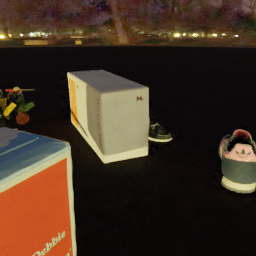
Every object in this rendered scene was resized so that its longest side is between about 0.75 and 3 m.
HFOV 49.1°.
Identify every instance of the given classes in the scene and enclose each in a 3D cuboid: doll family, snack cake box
[{"bbox_3d":[-3.214,-0.179,6.429,2.090,0.820,1.208,-33,59,3],"label":"doll family"},{"bbox_3d":[-1.589,1.192,1.725,0.947,1.621,2.820,11,22,29],"label":"snack cake box"}]

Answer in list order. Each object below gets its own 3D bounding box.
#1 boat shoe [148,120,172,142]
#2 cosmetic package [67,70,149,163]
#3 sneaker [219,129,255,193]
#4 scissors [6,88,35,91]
[{"bbox_3d":[0.561,0.009,6.970,1.261,0.380,0.477,18,26,41],"label":"boat shoe"},{"bbox_3d":[-0.599,-0.465,6.682,1.036,1.475,2.908,-9,21,-22],"label":"cosmetic package"},{"bbox_3d":[2.120,0.353,5.272,0.733,0.857,2.089,5,20,13],"label":"sneaker"},{"bbox_3d":[-4.698,-1.646,12.169,1.193,0.083,0.436,5,17,9],"label":"scissors"}]
